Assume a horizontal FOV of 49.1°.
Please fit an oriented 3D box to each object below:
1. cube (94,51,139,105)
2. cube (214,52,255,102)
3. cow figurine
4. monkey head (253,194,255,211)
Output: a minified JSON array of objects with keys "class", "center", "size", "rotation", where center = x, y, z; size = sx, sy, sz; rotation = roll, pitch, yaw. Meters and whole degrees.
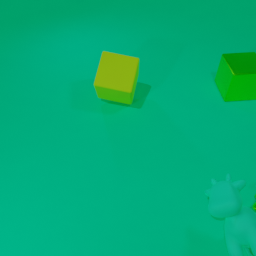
[{"class":"cube","center":[-0.329,-1.564,8.933],"size":[1.163,1.163,1.163],"rotation":[12,77,4]},{"class":"cube","center":[3.782,-1.734,9.476],"size":[1.171,1.171,1.171],"rotation":[-4,49,-4]},{"class":"cow figurine","center":[2.373,1.872,5.896],"size":[1.701,0.934,1.674],"rotation":[19,53,-44]},{"class":"monkey head","center":[3.321,1.495,6.469],"size":[1.353,0.815,0.974],"rotation":[-44,25,-13]}]
